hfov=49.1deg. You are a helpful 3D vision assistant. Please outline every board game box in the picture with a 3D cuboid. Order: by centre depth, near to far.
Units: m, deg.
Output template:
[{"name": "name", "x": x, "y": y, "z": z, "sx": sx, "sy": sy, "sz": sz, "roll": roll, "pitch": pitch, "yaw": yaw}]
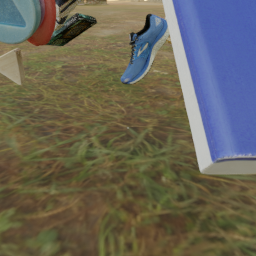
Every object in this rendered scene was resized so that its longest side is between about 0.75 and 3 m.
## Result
[{"name": "board game box", "x": -2.315, "y": -3.814, "z": 11.001, "sx": 1.957, "sy": 0.276, "sz": 1.324, "roll": -23, "pitch": 2, "yaw": 26}]

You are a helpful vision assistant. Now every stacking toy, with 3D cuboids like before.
[{"name": "stacking toy", "x": -2.900, "y": -1.981, "z": 4.986, "sx": 2.807, "sy": 2.541, "sz": 1.186, "roll": 26, "pitch": 37, "yaw": -5}]

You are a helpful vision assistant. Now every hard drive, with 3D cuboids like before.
[{"name": "hard drive", "x": 1.229, "y": -0.857, "z": 2.650, "sx": 1.713, "sy": 0.329, "sz": 2.597, "roll": 2, "pitch": 61, "yaw": -15}]

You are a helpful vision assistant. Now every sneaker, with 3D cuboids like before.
[{"name": "sneaker", "x": 0.255, "y": -1.876, "z": 6.678, "sx": 0.792, "sy": 1.776, "sz": 0.698, "roll": 25, "pitch": 9, "yaw": -26}, {"name": "sneaker", "x": -1.354, "y": -3.435, "z": 7.050, "sx": 1.540, "sy": 2.367, "sz": 0.945, "roll": -35, "pitch": 86, "yaw": -27}]

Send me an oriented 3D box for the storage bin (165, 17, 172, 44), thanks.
[{"name": "storage bin", "x": 1.885, "y": -3.222, "z": 8.046, "sx": 1.777, "sy": 1.790, "sz": 0.839, "roll": 27, "pitch": 14, "yaw": 27}]
